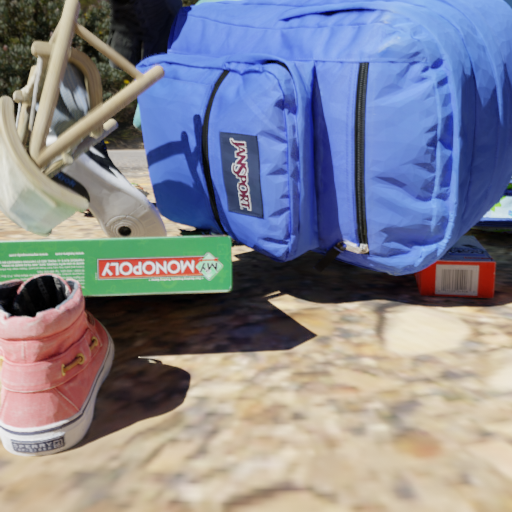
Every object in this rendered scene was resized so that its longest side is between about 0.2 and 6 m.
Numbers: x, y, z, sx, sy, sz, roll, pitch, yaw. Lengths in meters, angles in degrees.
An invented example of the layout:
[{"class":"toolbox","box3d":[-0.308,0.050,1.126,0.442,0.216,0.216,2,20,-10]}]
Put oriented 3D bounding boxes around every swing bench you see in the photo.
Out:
[{"class":"swing bench","box3d":[-2.031,-1.248,5.657,1.135,1.750,1.740,34,-23,-24]}]

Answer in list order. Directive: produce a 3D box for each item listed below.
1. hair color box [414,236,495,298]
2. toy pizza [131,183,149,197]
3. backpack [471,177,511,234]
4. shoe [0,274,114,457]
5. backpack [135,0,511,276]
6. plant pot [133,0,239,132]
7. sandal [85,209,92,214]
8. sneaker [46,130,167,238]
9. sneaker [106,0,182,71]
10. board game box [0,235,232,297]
[{"class":"hair color box","box3d":[2.559,0.098,7.426,0.871,0.502,1.570,1,12,11]},{"class":"toy pizza","box3d":[-3.681,-1.779,14.150,1.984,0.314,1.984,7,-1,0]},{"class":"backpack","box3d":[4.786,-1.777,10.442,3.667,2.695,3.355,10,12,32]},{"class":"shoe","box3d":[-1.554,0.564,4.402,0.761,0.969,2.130,-3,13,-11]},{"class":"backpack","box3d":[0.856,-1.418,6.926,4.118,3.346,3.455,17,40,36]},{"class":"plant pot","box3d":[-0.303,-3.437,10.112,2.254,2.255,3.191,27,-43,-29]},{"class":"sandal","box3d":[-3.822,-1.305,13.466,1.108,0.665,2.951,7,-1,7]},{"class":"sneaker","box3d":[-2.287,-1.178,8.748,0.895,2.450,1.371,-34,34,16]},{"class":"sneaker","box3d":[-1.601,-3.084,7.520,0.767,1.331,2.553,23,6,8]},{"class":"board game box","box3d":[-2.069,0.182,5.634,3.548,0.516,2.387,-2,-4,-5]}]
